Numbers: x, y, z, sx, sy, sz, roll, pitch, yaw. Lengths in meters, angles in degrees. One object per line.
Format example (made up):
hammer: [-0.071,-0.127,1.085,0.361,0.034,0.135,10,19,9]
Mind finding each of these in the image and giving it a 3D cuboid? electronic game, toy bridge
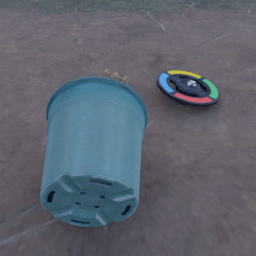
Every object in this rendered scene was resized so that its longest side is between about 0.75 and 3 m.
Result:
electronic game: [1.937,-1.320,9.034,2.071,0.431,2.071,8,38,-7]
toy bridge: [-0.376,-1.795,9.865,1.109,0.373,0.151,29,80,39]

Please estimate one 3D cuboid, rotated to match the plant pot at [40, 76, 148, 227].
plant pot: [-0.676,0.542,5.514,2.254,2.254,2.208,0,44,0]
